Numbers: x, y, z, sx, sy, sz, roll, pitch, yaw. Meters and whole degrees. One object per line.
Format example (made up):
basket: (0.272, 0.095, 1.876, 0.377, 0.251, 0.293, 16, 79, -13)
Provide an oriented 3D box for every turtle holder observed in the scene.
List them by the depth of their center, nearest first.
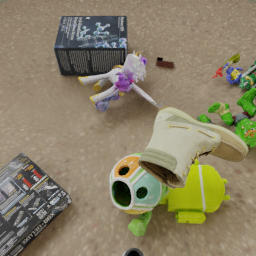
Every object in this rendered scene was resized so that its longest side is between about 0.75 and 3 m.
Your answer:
turtle holder: (0.155, 1.822, 8.077, 1.602, 2.109, 1.498, 27, 23, 24)

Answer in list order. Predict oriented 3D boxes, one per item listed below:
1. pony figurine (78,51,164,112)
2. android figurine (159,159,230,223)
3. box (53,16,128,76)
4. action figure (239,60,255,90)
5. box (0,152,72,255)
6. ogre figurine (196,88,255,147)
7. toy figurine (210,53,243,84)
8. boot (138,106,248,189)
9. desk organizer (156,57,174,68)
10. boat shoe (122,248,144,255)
pony figurine: (-0.170, -1.748, 10.525, 2.816, 2.345, 2.718, -30, 47, -4)
android figurine: (1.968, 1.882, 8.796, 2.373, 0.487, 2.160, 0, 55, 1)
box: (-1.451, -3.487, 11.884, 2.875, 1.539, 2.134, 0, 55, 0)
action figure: (5.433, -2.240, 11.553, 2.317, 0.634, 1.369, -35, 81, -16)
box: (-3.488, 2.395, 8.294, 2.242, 0.708, 2.843, 34, 62, 21)
ogre figurine: (3.992, -0.246, 9.694, 2.858, 1.402, 1.714, -18, 67, -3)
toy figurine: (4.364, -2.283, 11.759, 0.979, 0.862, 1.633, 48, 61, -5)
boot: (1.698, 0.722, 7.165, 2.609, 0.940, 2.018, 25, 51, 3)
desk organizer: (1.616, -2.847, 12.197, 0.775, 0.299, 0.278, 10, 56, 7)
boat shoe: (0.036, 4.358, 6.795, 0.983, 0.931, 2.812, 9, 56, 6)
